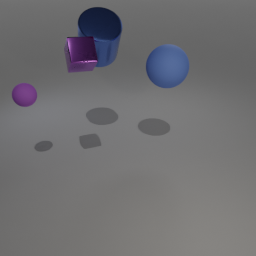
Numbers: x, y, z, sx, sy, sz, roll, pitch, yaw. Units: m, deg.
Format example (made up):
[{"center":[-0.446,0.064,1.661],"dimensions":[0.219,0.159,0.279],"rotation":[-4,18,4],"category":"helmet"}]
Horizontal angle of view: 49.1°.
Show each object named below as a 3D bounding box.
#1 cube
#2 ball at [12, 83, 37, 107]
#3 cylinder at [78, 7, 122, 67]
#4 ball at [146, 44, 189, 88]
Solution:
[{"center":[-1.253,-1.930,7.394],"dimensions":[0.700,0.700,0.700],"rotation":[-9,-6,-20],"category":"cube"},{"center":[-3.025,-0.966,8.196],"dimensions":[0.700,0.700,0.700],"rotation":[0,29,0],"category":"ball"},{"center":[-0.967,-2.992,9.341],"dimensions":[1.400,1.400,1.400],"rotation":[4,67,-9],"category":"cylinder"},{"center":[1.282,-1.999,9.127],"dimensions":[1.400,1.400,1.400],"rotation":[0,29,0],"category":"ball"}]
